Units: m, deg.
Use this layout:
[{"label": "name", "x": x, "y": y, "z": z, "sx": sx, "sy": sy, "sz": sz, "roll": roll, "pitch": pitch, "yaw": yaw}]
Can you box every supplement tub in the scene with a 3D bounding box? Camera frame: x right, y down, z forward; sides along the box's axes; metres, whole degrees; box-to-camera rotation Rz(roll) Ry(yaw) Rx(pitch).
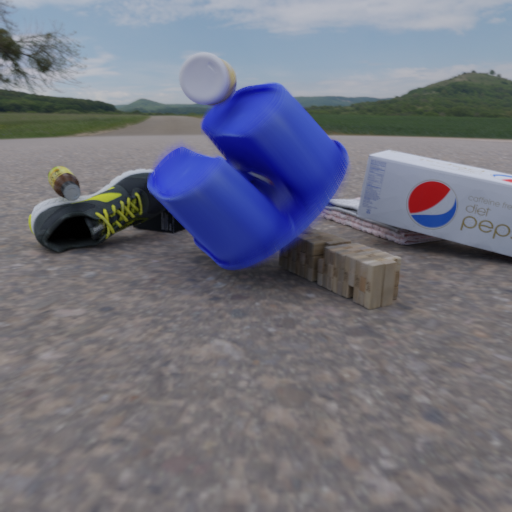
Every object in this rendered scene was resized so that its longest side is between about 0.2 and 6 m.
[{"label": "supplement tub", "x": -0.878, "y": -3.330, "z": 10.662, "sx": 0.917, "sy": 0.917, "sz": 1.261, "roll": 2, "pitch": 13, "yaw": 8}]

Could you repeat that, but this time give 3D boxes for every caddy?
[{"label": "caddy", "x": -0.142, "y": -1.418, "z": 10.645, "sx": 3.121, "sy": 2.317, "sz": 4.415, "roll": -46, "pitch": 24, "yaw": -4}]

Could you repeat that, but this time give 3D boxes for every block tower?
[{"label": "block tower", "x": 1.391, "y": 0.121, "z": 9.987, "sx": 0.756, "sy": 0.809, "sz": 2.799, "roll": -8, "pitch": 19, "yaw": -29}]

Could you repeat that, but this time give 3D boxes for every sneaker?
[{"label": "sneaker", "x": -3.305, "y": -0.870, "z": 12.623, "sx": 3.446, "sy": 1.283, "sz": 1.458, "roll": -22, "pitch": 33, "yaw": -11}]

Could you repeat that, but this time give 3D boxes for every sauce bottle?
[{"label": "sauce bottle", "x": -4.186, "y": -1.583, "z": 12.292, "sx": 0.565, "sy": 0.565, "sz": 1.746, "roll": -8, "pitch": 20, "yaw": -26}]

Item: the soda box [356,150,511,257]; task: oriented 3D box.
[{"label": "soda box", "x": 4.578, "y": -1.079, "z": 11.837, "sx": 4.517, "sy": 1.438, "sz": 1.539, "roll": 18, "pitch": 22, "yaw": 25}]

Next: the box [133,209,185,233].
[{"label": "box", "x": -2.164, "y": -1.170, "z": 14.615, "sx": 1.287, "sy": 0.719, "sz": 1.824, "roll": 12, "pitch": 20, "yaw": 25}]

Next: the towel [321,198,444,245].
[{"label": "towel", "x": 4.030, "y": -1.117, "z": 14.700, "sx": 3.481, "sy": 0.587, "sz": 3.644, "roll": -8, "pitch": 18, "yaw": -26}]
